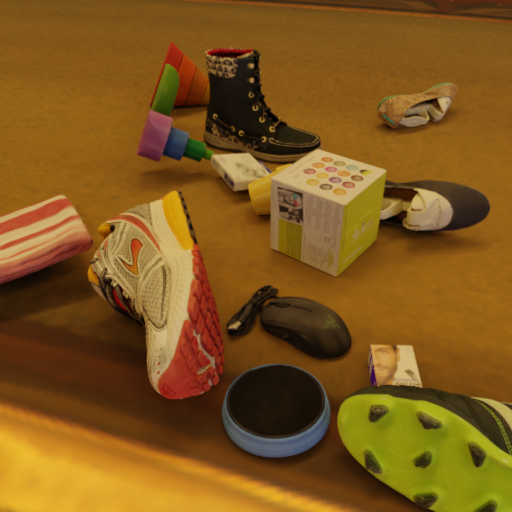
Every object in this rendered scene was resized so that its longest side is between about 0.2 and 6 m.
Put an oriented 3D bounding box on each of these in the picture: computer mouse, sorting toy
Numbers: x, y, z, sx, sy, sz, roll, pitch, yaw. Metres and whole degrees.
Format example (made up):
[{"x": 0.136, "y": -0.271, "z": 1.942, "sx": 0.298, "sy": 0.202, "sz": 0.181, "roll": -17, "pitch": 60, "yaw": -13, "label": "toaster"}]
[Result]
[{"x": 0.474, "y": 0.788, "z": 7.018, "sx": 1.532, "sy": 0.404, "sz": 1.061, "roll": 20, "pitch": 40, "yaw": 25, "label": "computer mouse"}, {"x": -1.421, "y": -3.067, "z": 11.808, "sx": 1.602, "sy": 1.613, "sz": 4.651, "roll": 18, "pitch": 31, "yaw": -16, "label": "sorting toy"}]

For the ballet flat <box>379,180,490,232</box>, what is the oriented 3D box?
[{"x": 2.274, "y": -0.750, "z": 8.757, "sx": 2.502, "sy": 0.914, "sz": 0.914, "roll": 12, "pitch": 38, "yaw": 26, "label": "ballet flat"}]

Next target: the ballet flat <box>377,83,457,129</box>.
[{"x": 3.702, "y": -3.248, "z": 12.426, "sx": 2.275, "sy": 0.802, "sz": 0.743, "roll": -20, "pitch": 67, "yaw": -21, "label": "ballet flat"}]

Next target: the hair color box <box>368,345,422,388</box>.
[{"x": 1.557, "y": 1.415, "z": 6.262, "sx": 0.501, "sy": 0.297, "sz": 0.916, "roll": 1, "pitch": 34, "yaw": 2, "label": "hair color box"}]

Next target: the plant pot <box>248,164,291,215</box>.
[{"x": 0.311, "y": -1.016, "z": 9.223, "sx": 0.775, "sy": 0.824, "sz": 0.824, "roll": -14, "pitch": 36, "yaw": 7, "label": "plant pot"}]

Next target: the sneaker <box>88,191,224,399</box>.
[{"x": -1.270, "y": 0.477, "z": 6.909, "sx": 1.432, "sy": 1.357, "sz": 3.485, "roll": -17, "pitch": 33, "yaw": -6, "label": "sneaker"}]

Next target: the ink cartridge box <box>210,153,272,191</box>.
[{"x": -0.133, "y": -1.543, "z": 10.115, "sx": 1.075, "sy": 0.218, "sz": 1.073, "roll": -8, "pitch": 37, "yaw": -27, "label": "ink cartridge box"}]

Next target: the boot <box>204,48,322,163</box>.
[{"x": 0.082, "y": -2.893, "z": 10.786, "sx": 2.500, "sy": 1.888, "sz": 0.902, "roll": 15, "pitch": 39, "yaw": 19, "label": "boot"}]

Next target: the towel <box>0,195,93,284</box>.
[{"x": -3.363, "y": -0.305, "z": 8.134, "sx": 1.612, "sy": 0.255, "sz": 2.238, "roll": -23, "pitch": 31, "yaw": -18, "label": "towel"}]

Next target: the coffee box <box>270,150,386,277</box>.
[{"x": 1.051, "y": -0.666, "z": 8.286, "sx": 1.229, "sy": 1.243, "sz": 1.241, "roll": 24, "pitch": 43, "yaw": 29, "label": "coffee box"}]

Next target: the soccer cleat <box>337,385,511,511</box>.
[{"x": 2.389, "y": 1.840, "z": 5.227, "sx": 3.208, "sy": 1.083, "sz": 1.300, "roll": 9, "pitch": 10, "yaw": 20, "label": "soccer cleat"}]

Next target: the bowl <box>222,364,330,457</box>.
[{"x": 0.206, "y": 1.599, "z": 5.980, "sx": 1.162, "sy": 0.228, "sz": 1.162, "roll": -3, "pitch": 32, "yaw": 2, "label": "bowl"}]
